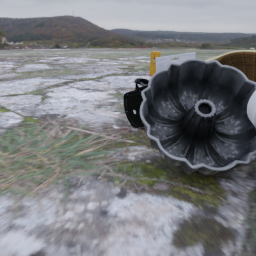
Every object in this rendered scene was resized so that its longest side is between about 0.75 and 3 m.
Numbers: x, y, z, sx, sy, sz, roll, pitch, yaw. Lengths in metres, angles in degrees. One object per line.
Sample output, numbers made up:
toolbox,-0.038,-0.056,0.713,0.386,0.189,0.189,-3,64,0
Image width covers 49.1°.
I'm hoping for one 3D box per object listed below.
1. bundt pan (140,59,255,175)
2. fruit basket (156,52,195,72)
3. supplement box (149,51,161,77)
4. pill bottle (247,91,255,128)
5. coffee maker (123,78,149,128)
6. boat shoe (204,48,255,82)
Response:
bundt pan,1.475,-0.152,5.754,2.548,0.956,2.548,0,60,-1
fruit basket,1.690,-1.693,10.050,1.713,1.850,0.867,-15,19,-24
supplement box,0.957,-2.266,9.920,0.293,0.879,0.302,14,22,29
pill bottle,2.742,0.316,3.783,1.443,1.443,2.575,-3,39,-9
coffee maker,1.186,-0.762,8.412,1.953,1.369,2.033,16,24,29
boat shoe,2.530,-1.505,7.173,2.742,1.005,0.859,4,28,36
